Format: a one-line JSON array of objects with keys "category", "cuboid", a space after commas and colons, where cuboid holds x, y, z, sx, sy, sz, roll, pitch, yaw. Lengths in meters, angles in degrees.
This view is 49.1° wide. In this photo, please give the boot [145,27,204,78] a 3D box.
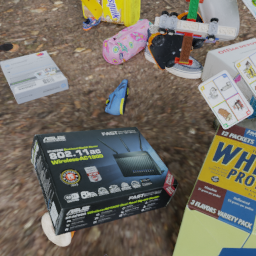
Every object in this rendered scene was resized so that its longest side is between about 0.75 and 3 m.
[{"category": "boot", "cuboid": [1.653, -2.751, 10.135, 2.579, 1.165, 0.938, 30, 51, 27]}]

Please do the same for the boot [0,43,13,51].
[{"category": "boot", "cuboid": [-5.253, -3.393, 11.525, 0.889, 0.323, 0.945, -28, 43, -16]}]

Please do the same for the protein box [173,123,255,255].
[{"category": "protein box", "cuboid": [1.915, 1.417, 5.142, 1.396, 2.054, 2.069, 20, 47, 19]}]

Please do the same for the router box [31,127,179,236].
[{"category": "router box", "cuboid": [-0.525, 0.936, 6.016, 2.624, 0.815, 1.966, -4, 40, -32]}]

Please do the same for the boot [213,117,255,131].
[{"category": "boot", "cuboid": [3.506, -0.241, 7.242, 2.364, 1.544, 0.800, 25, 49, 24]}]

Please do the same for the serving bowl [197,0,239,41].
[{"category": "serving bowl", "cuboid": [1.967, -2.971, 6.792, 0.646, 1.964, 1.964, -22, 44, 9]}]

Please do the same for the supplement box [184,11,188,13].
[{"category": "supplement box", "cuboid": [2.895, -5.035, 13.083, 0.691, 0.387, 1.270, 10, 44, 10]}]

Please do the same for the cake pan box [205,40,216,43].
[{"category": "cake pan box", "cuboid": [3.345, -3.981, 12.107, 0.883, 0.231, 0.813, 2, 46, 3]}]

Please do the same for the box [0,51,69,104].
[{"category": "box", "cuboid": [-3.282, -1.835, 9.700, 1.729, 0.457, 2.218, -22, 49, -22]}]

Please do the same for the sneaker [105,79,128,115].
[{"category": "sneaker", "cuboid": [-0.336, -1.037, 8.811, 0.643, 0.541, 1.640, 4, 44, 9]}]

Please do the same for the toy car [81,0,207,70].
[{"category": "toy car", "cuboid": [0.382, -2.436, 5.945, 2.856, 1.401, 0.950, 28, 22, -35]}]

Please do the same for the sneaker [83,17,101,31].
[{"category": "sneaker", "cuboid": [-1.625, -4.843, 12.667, 1.028, 0.403, 0.387, -43, 68, -10]}]

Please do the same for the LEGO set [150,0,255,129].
[{"category": "LEGO set", "cuboid": [1.904, -1.767, 5.372, 2.229, 0.732, 2.984, -32, 83, 2]}]

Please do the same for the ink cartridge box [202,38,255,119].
[{"category": "ink cartridge box", "cuboid": [4.066, -1.535, 8.830, 2.067, 1.211, 2.860, -19, 46, -19]}]

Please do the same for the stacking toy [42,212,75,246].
[{"category": "stacking toy", "cuboid": [-1.181, 1.845, 5.826, 0.759, 0.759, 1.039, 25, 33, 24]}]

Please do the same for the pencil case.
[{"category": "pencil case", "cuboid": [0.077, -3.385, 10.879, 1.086, 1.086, 2.485, 27, 49, 26]}]

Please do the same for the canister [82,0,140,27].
[{"category": "canister", "cuboid": [-0.798, -5.758, 12.790, 2.525, 1.875, 1.093, 16, 41, 19]}]
